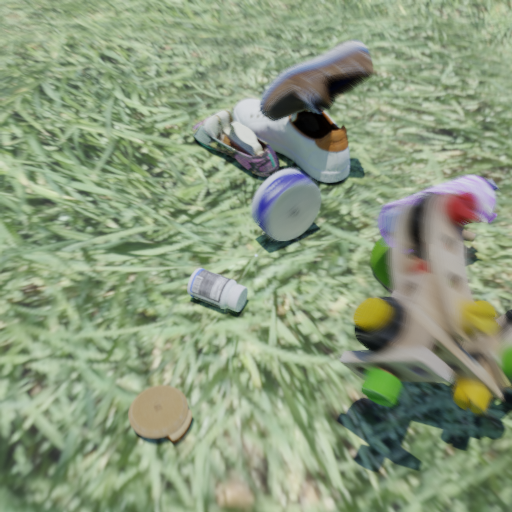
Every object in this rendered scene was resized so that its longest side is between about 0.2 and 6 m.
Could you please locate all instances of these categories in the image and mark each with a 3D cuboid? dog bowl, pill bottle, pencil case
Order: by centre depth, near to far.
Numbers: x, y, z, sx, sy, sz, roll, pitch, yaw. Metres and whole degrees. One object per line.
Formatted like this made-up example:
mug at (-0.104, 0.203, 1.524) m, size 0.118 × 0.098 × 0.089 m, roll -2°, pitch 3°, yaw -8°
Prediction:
pencil case at (2.795, -0.637, 8.585) m, size 1.933 × 0.811 × 0.826 m, roll -19°, pitch 74°, yaw -25°
pill bottle at (-0.594, 0.542, 8.720) m, size 0.851 × 0.484 × 0.484 m, roll 20°, pitch 48°, yaw 18°
dog bowl at (0.522, -0.847, 9.522) m, size 1.161 × 1.161 × 0.457 m, roll -25°, pitch 46°, yaw -23°

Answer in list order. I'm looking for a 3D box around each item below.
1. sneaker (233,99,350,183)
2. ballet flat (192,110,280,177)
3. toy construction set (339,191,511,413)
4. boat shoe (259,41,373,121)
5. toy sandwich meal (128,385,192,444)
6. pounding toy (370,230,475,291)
sneaker at (0.722, -2.819, 11.515) m, size 1.175 × 1.366 × 3.227 m, roll -34°, pitch 52°, yaw -27°
ballet flat at (-0.463, -2.447, 11.461) m, size 0.833 × 0.858 × 2.410 m, roll -40°, pitch 56°, yaw -20°
toy construction set at (2.523, 0.966, 6.183) m, size 3.231 × 2.694 × 2.482 m, roll 8°, pitch 48°, yaw 39°
boat shoe at (1.045, -2.975, 9.903) m, size 2.144 × 0.775 × 0.776 m, roll -29°, pitch 52°, yaw 17°
toy sandwich meal at (-1.240, 2.072, 7.329) m, size 0.856 × 0.293 × 0.856 m, roll -2°, pitch 43°, yaw 2°
pounding toy at (2.796, -0.281, 9.229) m, size 1.534 × 0.922 × 1.988 m, roll 22°, pitch 49°, yaw 19°
